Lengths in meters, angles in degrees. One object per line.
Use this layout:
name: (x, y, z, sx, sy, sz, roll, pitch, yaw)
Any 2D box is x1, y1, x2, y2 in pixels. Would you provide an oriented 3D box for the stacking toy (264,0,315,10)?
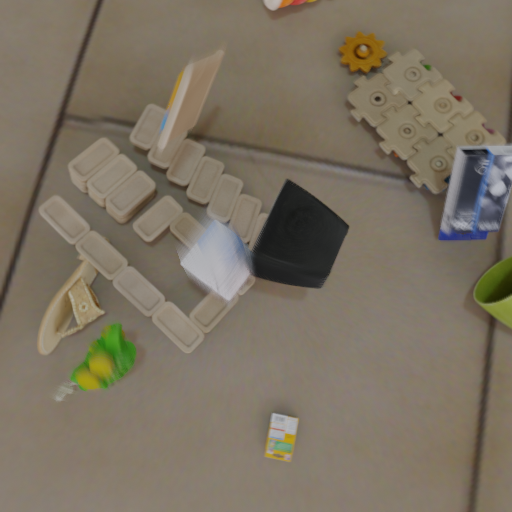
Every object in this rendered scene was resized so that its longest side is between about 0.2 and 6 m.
stacking toy: (0.983, -5.467, 11.149, 1.579, 1.154, 1.154, -3, 75, -18)

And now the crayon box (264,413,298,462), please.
crayon box: (0.418, 3.014, 9.327, 0.447, 0.183, 0.710, 11, 76, 3)

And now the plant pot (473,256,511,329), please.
plant pot: (4.595, 0.824, 9.455, 1.303, 1.219, 1.219, 46, 80, -11)

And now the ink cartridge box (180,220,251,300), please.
ink cartridge box: (-0.520, 0.095, 8.568, 0.489, 1.160, 0.839, 35, 84, 25)

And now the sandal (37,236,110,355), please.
sandal: (-2.891, 0.726, 9.573, 0.738, 0.823, 2.245, 18, 72, 11)

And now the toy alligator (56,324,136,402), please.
toy alligator: (-2.451, 1.812, 8.839, 0.638, 2.352, 0.698, 30, 39, -18)

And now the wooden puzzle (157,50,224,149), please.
wooden puzzle: (-1.062, -2.501, 8.810, 0.276, 1.372, 1.483, 30, 35, 0)

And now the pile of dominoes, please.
pile of dominoes: (-1.598, -0.588, 10.126, 3.860, 0.615, 3.008, 43, 71, 4)

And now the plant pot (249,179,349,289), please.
plant pot: (0.648, -0.171, 8.184, 1.108, 1.249, 1.246, 25, 77, 5)

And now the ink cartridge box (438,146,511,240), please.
ink cartridge box: (3.746, -0.948, 9.521, 0.938, 1.885, 0.370, -3, 38, -1)

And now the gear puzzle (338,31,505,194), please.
gear puzzle: (2.798, -2.857, 10.708, 1.890, 0.478, 3.649, -36, 76, -6)
